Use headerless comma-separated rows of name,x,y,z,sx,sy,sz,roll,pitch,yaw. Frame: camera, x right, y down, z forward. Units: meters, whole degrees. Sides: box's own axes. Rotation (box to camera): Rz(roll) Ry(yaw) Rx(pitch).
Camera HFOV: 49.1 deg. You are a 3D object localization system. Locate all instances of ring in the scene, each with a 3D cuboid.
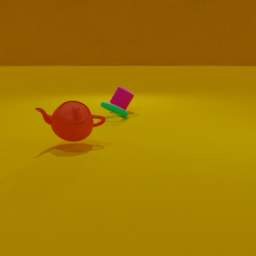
ring,-0.503,-0.688,10.356,1.102,0.220,1.102,23,-1,0

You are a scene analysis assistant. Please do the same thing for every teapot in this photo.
teapot,-1.401,-0.235,6.888,1.719,0.842,1.069,5,52,-18

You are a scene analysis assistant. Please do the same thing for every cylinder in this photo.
cylinder,-0.251,-1.220,11.650,0.774,0.774,0.774,30,10,-6
